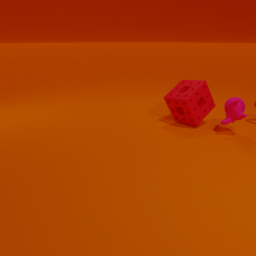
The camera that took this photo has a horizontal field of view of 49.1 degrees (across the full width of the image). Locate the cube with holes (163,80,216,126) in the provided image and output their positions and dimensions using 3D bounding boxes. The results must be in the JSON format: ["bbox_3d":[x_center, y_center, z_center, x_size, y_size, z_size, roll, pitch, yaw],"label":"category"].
[{"bbox_3d":[1.997,-0.851,9.082,1.008,1.008,1.008,-43,31,-21],"label":"cube with holes"}]

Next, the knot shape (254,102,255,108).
[{"bbox_3d":[4.741,-0.481,9.173,1.088,0.537,1.162,-9,59,-35],"label":"knot shape"}]

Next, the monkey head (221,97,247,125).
[{"bbox_3d":[2.985,-0.499,8.108,0.818,0.685,1.137,-25,-4,10],"label":"monkey head"}]
